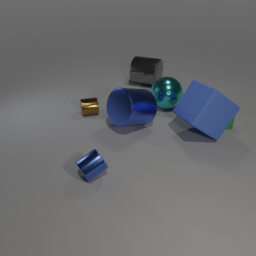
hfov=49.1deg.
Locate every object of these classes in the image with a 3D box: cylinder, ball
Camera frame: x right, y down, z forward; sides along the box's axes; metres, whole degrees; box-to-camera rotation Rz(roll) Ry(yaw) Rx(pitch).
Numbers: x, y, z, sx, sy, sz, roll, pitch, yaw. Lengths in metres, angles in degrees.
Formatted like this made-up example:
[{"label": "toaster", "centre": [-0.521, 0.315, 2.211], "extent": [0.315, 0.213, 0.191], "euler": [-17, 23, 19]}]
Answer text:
[{"label": "cylinder", "centre": [-1.623, -0.904, 11.788], "extent": [0.700, 0.700, 0.700], "euler": [-8, 32, -13]}, {"label": "cylinder", "centre": [-1.059, 1.087, 8.229], "extent": [0.700, 0.700, 0.700], "euler": [-36, 41, -12]}, {"label": "cylinder", "centre": [0.145, -0.789, 10.574], "extent": [1.400, 1.400, 1.400], "euler": [-4, 25, -44]}, {"label": "ball", "centre": [1.674, -1.515, 12.117], "extent": [1.400, 1.400, 1.400], "euler": [0, 31, 0]}, {"label": "cylinder", "centre": [0.972, -2.949, 14.538], "extent": [1.400, 1.400, 1.400], "euler": [12, 33, 20]}]

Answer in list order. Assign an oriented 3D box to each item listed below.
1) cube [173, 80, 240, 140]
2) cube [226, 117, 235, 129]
[{"label": "cube", "centre": [2.767, -0.654, 10.031], "extent": [1.400, 1.400, 1.400], "euler": [27, 11, -30]}, {"label": "cube", "centre": [3.661, -0.406, 10.949], "extent": [0.700, 0.700, 0.700], "euler": [-3, 31, -7]}]
